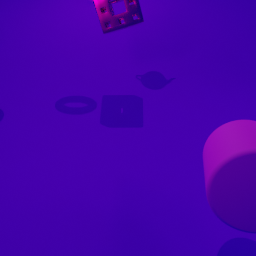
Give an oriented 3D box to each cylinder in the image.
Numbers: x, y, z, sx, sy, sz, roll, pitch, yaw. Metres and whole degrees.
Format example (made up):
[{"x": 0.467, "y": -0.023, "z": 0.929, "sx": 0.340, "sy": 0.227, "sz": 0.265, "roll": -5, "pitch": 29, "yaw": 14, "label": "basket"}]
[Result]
[{"x": 1.484, "y": 0.541, "z": 3.459, "sx": 1.049, "sy": 1.049, "sz": 1.049, "roll": 11, "pitch": 21, "yaw": 9, "label": "cylinder"}]

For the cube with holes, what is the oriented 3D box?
[{"x": -0.227, "y": -2.989, "z": 6.958, "sx": 1.010, "sy": 1.010, "sz": 1.010, "roll": -15, "pitch": 18, "yaw": 7, "label": "cube with holes"}]
